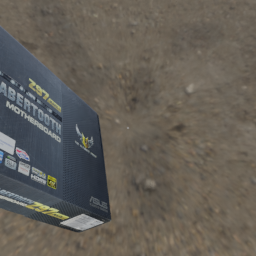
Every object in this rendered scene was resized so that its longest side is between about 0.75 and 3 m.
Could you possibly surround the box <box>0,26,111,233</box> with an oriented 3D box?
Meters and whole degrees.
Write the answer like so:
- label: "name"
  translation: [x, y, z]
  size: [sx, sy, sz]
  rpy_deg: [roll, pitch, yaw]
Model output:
- label: "box"
  translation: [-1.275, 0.061, 3.829]
  size: [0.685, 2.685, 2.117]
  rpy_deg: [-25, 51, 17]
